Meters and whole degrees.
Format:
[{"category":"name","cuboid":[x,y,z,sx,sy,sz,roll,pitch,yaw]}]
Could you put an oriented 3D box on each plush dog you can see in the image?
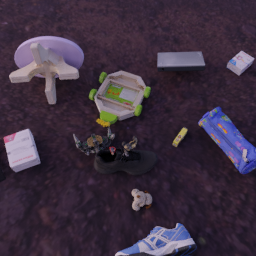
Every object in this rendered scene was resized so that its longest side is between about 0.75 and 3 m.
[{"category":"plush dog","cuboid":[0.539,2.472,9.823,0.665,0.621,0.774,10,57,-22]}]

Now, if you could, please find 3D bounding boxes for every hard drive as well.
[{"category":"hard drive","cuboid":[2.379,-3.029,12.752,2.057,0.338,1.436,0,39,6]}]

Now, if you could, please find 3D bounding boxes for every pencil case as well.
[{"category":"pencil case","cuboid":[3.877,0.442,10.601,1.083,1.205,2.774,-44,62,18]}]

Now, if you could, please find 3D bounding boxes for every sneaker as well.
[{"category":"sneaker","cuboid":[-0.077,1.165,10.237,2.390,1.085,0.908,-5,59,-5]},{"category":"sneaker","cuboid":[0.818,3.790,8.909,2.543,0.963,0.980,-10,43,-9]}]

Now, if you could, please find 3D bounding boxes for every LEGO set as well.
[{"category":"LEGO set","cuboid":[-0.914,0.703,10.550,2.624,0.744,1.704,21,42,39]}]

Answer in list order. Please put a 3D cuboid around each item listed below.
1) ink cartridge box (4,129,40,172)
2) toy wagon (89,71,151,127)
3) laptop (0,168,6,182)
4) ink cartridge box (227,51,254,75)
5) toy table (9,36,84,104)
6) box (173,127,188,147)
[{"category":"ink cartridge box","cuboid":[-4.048,0.859,10.700,1.006,0.568,1.373,-20,62,-11]},{"category":"toy wagon","cuboid":[-0.471,-1.188,11.901,2.285,0.583,2.945,20,62,12]},{"category":"laptop","cuboid":[-5.688,1.521,10.604,1.569,0.971,1.675,-27,35,-15]},{"category":"ink cartridge box","cuboid":[5.243,-3.036,13.059,1.016,0.430,0.734,-39,67,-21]},{"category":"toy table","cuboid":[-3.404,-2.551,11.727,2.955,2.716,1.731,-12,43,10]},{"category":"box","cuboid":[2.085,0.355,11.157,0.205,0.308,0.820,31,66,18]}]
